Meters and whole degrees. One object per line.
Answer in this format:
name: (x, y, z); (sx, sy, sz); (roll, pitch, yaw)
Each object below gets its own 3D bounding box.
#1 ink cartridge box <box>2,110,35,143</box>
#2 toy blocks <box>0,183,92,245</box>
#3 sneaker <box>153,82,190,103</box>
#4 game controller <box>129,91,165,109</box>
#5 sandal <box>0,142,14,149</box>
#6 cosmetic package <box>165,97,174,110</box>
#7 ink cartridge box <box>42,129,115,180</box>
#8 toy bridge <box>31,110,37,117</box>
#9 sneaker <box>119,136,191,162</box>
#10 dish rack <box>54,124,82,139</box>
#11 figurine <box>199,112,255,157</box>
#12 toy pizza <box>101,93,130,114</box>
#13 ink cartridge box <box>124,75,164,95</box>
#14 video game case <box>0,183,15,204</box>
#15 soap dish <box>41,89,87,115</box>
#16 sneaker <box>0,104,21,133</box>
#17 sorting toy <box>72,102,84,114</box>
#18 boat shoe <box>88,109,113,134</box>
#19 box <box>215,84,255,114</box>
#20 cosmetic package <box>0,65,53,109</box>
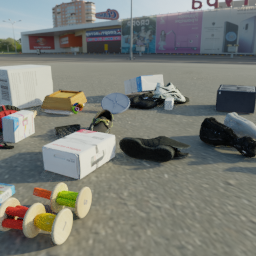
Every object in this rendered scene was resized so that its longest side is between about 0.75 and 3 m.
ink cartridge box: (-4.012, -0.082, 10.335); (0.519, 0.886, 1.227); (7, 19, 12)
toy blocks: (-1.789, 1.531, 5.524); (1.722, 0.625, 1.435); (6, 18, 18)
sneaker: (2.600, -2.035, 16.021); (2.401, 1.063, 0.890); (9, 1, -28)
game controller: (1.124, -1.560, 16.081); (1.465, 0.592, 2.809); (23, 25, 21)
sandal: (-4.216, 0.580, 9.410); (0.801, 0.180, 0.301); (2, 17, 6)
cosmetic package: (2.227, -1.321, 15.098); (0.405, 0.514, 0.956); (4, 16, 14)
ink cartridge box: (-1.357, 0.688, 8.073); (1.300, 0.757, 1.785); (9, 18, 28)
toy bridge: (-4.704, -0.499, 12.858); (0.590, 0.239, 1.754); (6, 18, 16)
sneaker: (0.843, 0.592, 8.732); (2.050, 0.616, 1.069); (12, 20, 20)
dish rack: (-2.049, 0.223, 10.301); (1.010, 0.359, 1.317); (-10, 20, -28)
figurine: (3.899, 0.290, 9.491); (2.125, 0.915, 2.074); (-11, 28, -34)
toy pizza: (-0.633, -1.238, 14.345); (1.477, 0.234, 1.477); (-1, 51, 1)
ink cartridge box: (0.822, -2.708, 17.843); (1.608, 0.926, 2.776); (-9, 5, -28)
video game case: (-3.936, 1.728, 5.550); (1.946, 0.242, 2.719); (4, 18, 16)
soap dish: (-3.271, -1.398, 14.570); (1.677, 0.866, 2.132); (5, 19, 10)
sneaker: (-5.467, -0.308, 10.740); (1.365, 1.133, 2.857); (12, 20, 40)
sorting toy: (-2.416, -1.015, 13.603); (0.331, 0.484, 0.806); (-22, 14, 26)
boat shoe: (-1.020, -0.099, 10.525); (0.861, 0.727, 2.415); (13, 18, -3)
box: (5.669, -1.554, 14.710); (1.891, 1.165, 1.875); (7, 18, 22)
cosmetic package: (-5.897, -2.365, 15.675); (2.149, 2.147, 2.605); (14, 22, 39)
